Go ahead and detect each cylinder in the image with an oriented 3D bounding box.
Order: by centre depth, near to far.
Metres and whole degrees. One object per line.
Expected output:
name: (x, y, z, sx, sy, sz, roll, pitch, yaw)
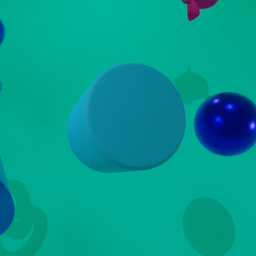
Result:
cylinder: (-0.077, -0.044, 3.188, 1.077, 1.077, 1.077, 4, 79, -20)

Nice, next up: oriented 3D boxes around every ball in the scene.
ball: (1.822, -0.071, 5.167, 1.195, 1.195, 1.195, 0, 58, 0)

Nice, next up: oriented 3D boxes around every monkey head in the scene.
monkey head: (1.984, -3.435, 7.449, 1.015, 1.684, 1.212, -1, 87, -23)

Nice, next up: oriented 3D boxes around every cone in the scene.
cone: (-1.887, 0.589, 3.595, 1.191, 1.191, 1.195, -3, 26, -2)

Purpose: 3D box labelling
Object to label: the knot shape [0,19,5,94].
knot shape: (-3.045, -1.376, 4.551, 1.958, 2.093, 0.967, 17, 66, -7)
